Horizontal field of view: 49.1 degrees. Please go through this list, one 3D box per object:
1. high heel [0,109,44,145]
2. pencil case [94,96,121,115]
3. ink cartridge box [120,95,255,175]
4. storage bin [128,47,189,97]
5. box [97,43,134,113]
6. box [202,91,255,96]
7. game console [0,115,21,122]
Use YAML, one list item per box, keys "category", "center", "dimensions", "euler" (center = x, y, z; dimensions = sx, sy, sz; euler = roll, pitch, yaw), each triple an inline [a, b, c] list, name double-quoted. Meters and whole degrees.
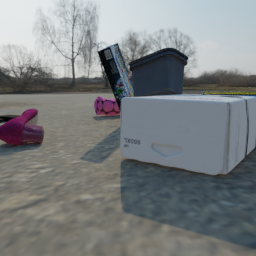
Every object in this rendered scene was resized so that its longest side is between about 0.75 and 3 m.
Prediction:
- category: "high heel"
  center: [-3.014, -0.147, 7.574]
  dimensions: [1.141, 0.800, 2.374]
  euler: [8, 8, -27]
- category: "pencil case"
  center: [-0.575, -1.129, 13.708]
  dimensions: [2.206, 1.001, 1.034]
  euler: [-2, 53, -30]
- category: "ink cartridge box"
  center: [1.474, -0.084, 5.958]
  dimensions: [2.095, 1.220, 2.898]
  euler: [6, 10, 33]
- category: "storage bin"
  center: [0.898, -1.400, 8.127]
  dimensions: [1.667, 1.120, 1.213]
  euler: [-9, -16, 43]
- category: "box"
  center: [-0.296, -1.896, 11.295]
  dimensions: [0.536, 2.843, 1.941]
  euler: [-17, 18, 12]
- category: "box"
  center: [3.856, -0.412, 7.930]
  dimensions: [2.953, 0.729, 2.358]
  euler: [5, -8, 34]
- category: "game console"
  center: [-5.046, -0.333, 10.971]
  dimensions: [1.118, 0.228, 1.895]
  euler: [4, 10, 28]
